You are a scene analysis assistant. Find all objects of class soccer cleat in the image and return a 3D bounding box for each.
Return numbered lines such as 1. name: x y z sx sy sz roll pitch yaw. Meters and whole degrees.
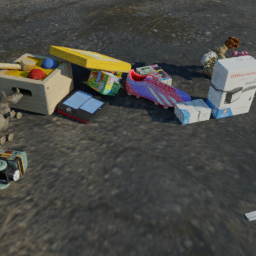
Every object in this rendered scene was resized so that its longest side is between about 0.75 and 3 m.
1. soccer cleat: 1.265 -1.702 12.158 2.997 1.146 1.000 18 43 21

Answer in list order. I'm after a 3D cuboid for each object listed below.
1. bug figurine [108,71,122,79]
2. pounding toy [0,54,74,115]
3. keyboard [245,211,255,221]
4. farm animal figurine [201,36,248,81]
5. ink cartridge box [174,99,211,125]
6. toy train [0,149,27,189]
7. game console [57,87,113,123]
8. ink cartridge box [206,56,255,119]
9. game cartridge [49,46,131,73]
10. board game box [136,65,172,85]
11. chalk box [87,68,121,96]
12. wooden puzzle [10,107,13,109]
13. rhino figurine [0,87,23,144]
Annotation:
1. bug figurine: -0.688 -2.617 13.933 0.805 0.267 1.038 6 36 -2
2. pounding toy: -4.273 -2.140 11.848 2.913 2.071 2.682 12 39 12
3. keyboard: 3.781 2.475 8.074 0.812 0.043 0.228 -10 36 -12
4. farm animal figurine: 4.654 -3.389 13.893 2.352 2.378 1.240 -40 50 -1
5. ink cartridge box: 2.623 -0.676 11.438 1.198 0.501 0.869 -11 41 -13
6. toy train: -4.412 1.190 8.967 2.328 0.992 1.326 6 28 10
7. game console: -1.857 -1.053 12.047 1.763 0.309 1.993 20 44 22
8. ink cartridge box: 4.199 -1.610 11.219 1.599 2.204 0.923 -11 41 -13
9. game cartridge: -1.728 -3.185 12.891 2.630 0.484 2.983 26 18 31
10. board game box: 1.227 -2.434 13.536 1.164 0.507 1.578 -15 43 -16
11. chalk box: -0.972 -2.013 12.490 1.442 0.900 0.893 33 18 34
12. wooden puzzle: -5.283 -1.072 12.219 1.435 0.101 0.851 -19 44 -22
13. rhino figurine: -4.666 -0.533 10.553 1.059 0.724 2.422 8 68 13
